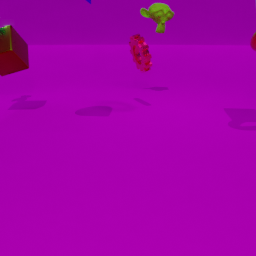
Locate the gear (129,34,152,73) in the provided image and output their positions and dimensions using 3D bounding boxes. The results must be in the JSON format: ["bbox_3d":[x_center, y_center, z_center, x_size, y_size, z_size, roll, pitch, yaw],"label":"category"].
[{"bbox_3d":[0.408,-2.465,9.310,0.231,1.252,1.252,-23,24,-12],"label":"gear"}]

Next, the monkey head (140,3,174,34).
[{"bbox_3d":[1.235,-4.308,10.975,1.476,1.062,0.890,-2,28,-19],"label":"monkey head"}]

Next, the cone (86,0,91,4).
[{"bbox_3d":[-1.145,-3.369,6.162,1.350,1.355,1.350,-27,11,6],"label":"cone"}]

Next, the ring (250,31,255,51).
[{"bbox_3d":[3.436,-2.186,5.978,1.659,0.332,1.659,-22,-12,-5],"label":"ring"}]

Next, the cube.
[{"bbox_3d":[-3.802,-2.384,8.737,0.995,0.995,0.995,-14,-23,7],"label":"cube"}]
